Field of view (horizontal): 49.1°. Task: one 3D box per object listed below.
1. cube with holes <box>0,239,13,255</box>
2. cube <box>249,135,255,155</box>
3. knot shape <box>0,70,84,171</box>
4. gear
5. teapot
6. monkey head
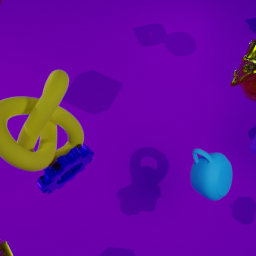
[{"bbox_3d":[-2.031,2.165,4.117,0.703,0.703,0.703,-25,86,-34],"label":"cube with holes"},{"bbox_3d":[3.134,0.216,4.815,1.189,1.189,1.189,38,76,-9],"label":"cube"},{"bbox_3d":[-1.405,-0.156,4.760,0.865,1.872,1.752,11,80,20],"label":"knot shape"},{"bbox_3d":[-1.138,0.767,5.198,1.138,1.138,0.210,-39,77,-14],"label":"gear"},{"bbox_3d":[1.328,0.802,4.590,0.598,1.221,0.759,4,43,42],"label":"teapot"},{"bbox_3d":[2.747,-1.139,5.685,1.007,1.671,1.202,20,88,-1],"label":"monkey head"}]
